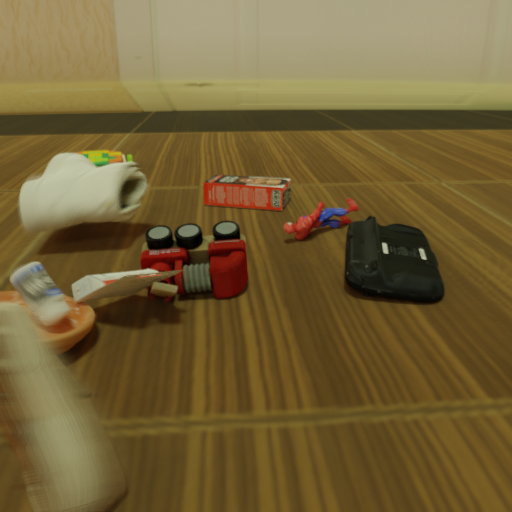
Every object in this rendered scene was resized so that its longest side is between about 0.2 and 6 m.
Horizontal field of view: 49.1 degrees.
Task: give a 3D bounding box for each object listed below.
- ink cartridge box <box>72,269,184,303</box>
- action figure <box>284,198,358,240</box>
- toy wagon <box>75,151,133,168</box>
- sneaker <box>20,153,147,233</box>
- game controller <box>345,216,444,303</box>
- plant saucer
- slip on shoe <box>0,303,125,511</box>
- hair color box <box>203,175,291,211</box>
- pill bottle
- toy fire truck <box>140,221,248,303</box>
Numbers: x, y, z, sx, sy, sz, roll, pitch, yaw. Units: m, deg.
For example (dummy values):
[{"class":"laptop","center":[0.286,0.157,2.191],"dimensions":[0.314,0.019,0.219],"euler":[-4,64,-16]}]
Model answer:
[{"class":"ink cartridge box","center":[-1.553,0.258,6.749],"dimensions":[1.098,0.313,0.892],"euler":[-29,-15,39]},{"class":"action figure","center":[1.108,-0.644,9.951],"dimensions":[1.736,0.568,0.449],"euler":[-21,63,-43]},{"class":"toy wagon","center":[-3.988,-2.211,14.061],"dimensions":[1.805,0.460,2.326],"euler":[-6,22,-13]},{"class":"sneaker","center":[-2.823,-1.193,10.037],"dimensions":[1.813,1.156,3.138],"euler":[-6,23,-3]},{"class":"game controller","center":[2.047,0.019,8.499],"dimensions":[1.352,0.546,2.591],"euler":[17,23,3]},{"class":"plant saucer","center":[-2.733,0.799,6.248],"dimensions":[1.774,0.332,1.774],"euler":[5,14,-1]},{"class":"slip on shoe","center":[-1.619,1.162,4.425],"dimensions":[0.569,0.714,1.878],"euler":[1,43,-48]},{"class":"hair color box","center":[-0.181,-1.339,11.752],"dimensions":[1.693,0.518,0.859],"euler":[6,21,13]},{"class":"pill bottle","center":[-2.444,0.439,6.362],"dimensions":[0.381,0.670,0.381],"euler":[-37,-5,-3]},{"class":"toy fire truck","center":[-0.835,0.228,7.356],"dimensions":[1.443,1.055,1.639],"euler":[-4,38,0]}]
